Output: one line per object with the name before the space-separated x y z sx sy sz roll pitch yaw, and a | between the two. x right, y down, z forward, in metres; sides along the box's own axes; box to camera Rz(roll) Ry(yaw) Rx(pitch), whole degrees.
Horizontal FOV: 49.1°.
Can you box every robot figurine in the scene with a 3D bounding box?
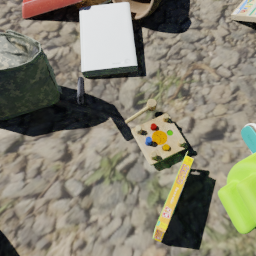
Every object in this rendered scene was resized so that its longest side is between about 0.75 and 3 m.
robot figurine | 3.478 1.225 6.269 2.955 2.592 1.709 -19 72 -28

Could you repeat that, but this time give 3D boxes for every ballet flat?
ballet flat | 4.200 1.005 8.104 0.913 0.913 2.631 -12 63 -6

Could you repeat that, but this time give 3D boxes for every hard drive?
hard drive | -0.764 -3.307 10.294 1.944 0.387 2.948 -6 66 1

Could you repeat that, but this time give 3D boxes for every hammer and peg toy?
hammer and peg toy | 0.791 0.117 8.591 1.357 0.651 1.846 -25 66 -10

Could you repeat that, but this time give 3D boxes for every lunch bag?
lunch bag | -3.626 -1.529 8.429 2.892 2.372 1.700 -8 62 -4

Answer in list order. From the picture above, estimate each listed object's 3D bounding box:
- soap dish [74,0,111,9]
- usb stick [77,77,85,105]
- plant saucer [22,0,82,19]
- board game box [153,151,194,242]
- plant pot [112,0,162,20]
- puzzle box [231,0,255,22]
soap dish | -1.761 -5.824 11.433 1.682 0.868 2.138 -34 69 -16
usb stick | -1.344 -1.088 8.018 0.221 0.376 1.356 -4 31 -8
plant saucer | -3.008 -5.808 11.155 2.695 0.495 2.690 -9 63 18
board game box | 1.228 1.763 7.367 0.342 1.089 2.280 19 58 13
plant pot | 0.697 -5.576 10.799 2.290 2.290 1.997 40 52 18
puzzle box | 5.109 -4.834 11.014 1.281 0.245 1.926 24 64 37
